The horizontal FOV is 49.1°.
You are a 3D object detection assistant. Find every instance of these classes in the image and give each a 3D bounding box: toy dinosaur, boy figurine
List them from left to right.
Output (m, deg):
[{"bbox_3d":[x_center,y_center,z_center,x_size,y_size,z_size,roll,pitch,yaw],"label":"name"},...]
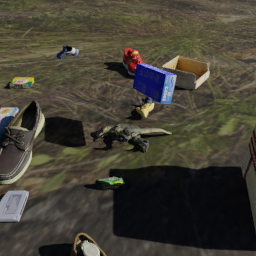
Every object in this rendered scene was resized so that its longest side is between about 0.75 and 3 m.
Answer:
[{"bbox_3d":[0.210,0.242,9.220,2.591,0.615,1.142,4,28,0],"label":"toy dinosaur"},{"bbox_3d":[0.631,-0.780,10.808,0.734,0.381,1.181,-12,28,21],"label":"boy figurine"}]

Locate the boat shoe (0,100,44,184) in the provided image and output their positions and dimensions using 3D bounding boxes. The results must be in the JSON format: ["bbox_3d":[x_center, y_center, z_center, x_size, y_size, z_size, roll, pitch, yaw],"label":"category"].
[{"bbox_3d":[-3.335,0.290,8.436,1.057,0.936,2.887,5,47,-1],"label":"boat shoe"}]

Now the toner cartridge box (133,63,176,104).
[{"bbox_3d":[0.742,-1.378,8.430,0.378,0.832,1.752,-2,23,-27],"label":"toner cartridge box"}]

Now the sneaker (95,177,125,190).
[{"bbox_3d":[-0.496,1.495,7.631,0.793,0.309,0.338,6,26,-8],"label":"sneaker"}]

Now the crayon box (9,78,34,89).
[{"bbox_3d":[-4.879,-2.075,12.889,0.869,0.253,0.750,1,34,1],"label":"crayon box"}]

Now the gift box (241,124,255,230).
[{"bbox_3d":[4.312,1.029,6.397,2.827,2.608,2.640,7,43,4],"label":"gift box"}]

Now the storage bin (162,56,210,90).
[{"bbox_3d":[2.747,-2.628,13.215,1.723,0.813,1.736,20,39,28],"label":"storage bin"}]

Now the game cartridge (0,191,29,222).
[{"bbox_3d":[-2.916,1.954,7.019,0.611,0.188,0.918,3,34,-3],"label":"game cartridge"}]

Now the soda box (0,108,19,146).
[{"bbox_3d":[-4.278,0.020,9.485,0.645,0.599,1.886,1,35,1],"label":"soda box"}]

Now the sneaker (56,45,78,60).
[{"bbox_3d":[-2.134,-2.609,9.502,0.777,0.448,0.314,-10,74,19],"label":"sneaker"}]

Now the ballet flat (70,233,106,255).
[{"bbox_3d":[-0.442,2.777,5.242,0.732,0.781,2.160,-24,41,-27],"label":"ballet flat"}]

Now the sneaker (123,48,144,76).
[{"bbox_3d":[0.323,-3.362,14.090,0.941,1.037,2.443,-15,37,-21],"label":"sneaker"}]
